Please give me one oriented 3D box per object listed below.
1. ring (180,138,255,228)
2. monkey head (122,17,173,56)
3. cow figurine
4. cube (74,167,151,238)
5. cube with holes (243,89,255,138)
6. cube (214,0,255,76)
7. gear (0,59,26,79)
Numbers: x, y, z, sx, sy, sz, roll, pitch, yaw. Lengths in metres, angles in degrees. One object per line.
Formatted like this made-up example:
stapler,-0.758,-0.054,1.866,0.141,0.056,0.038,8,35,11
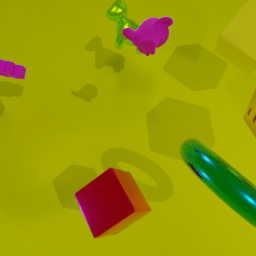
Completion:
ring,1.711,0.924,4.578,2.097,2.097,0.419,42,99,16
monkey head,0.326,-1.701,4.963,0.764,1.062,0.640,29,86,-22
cow figurine,0.018,-2.857,7.822,1.384,0.760,1.362,15,105,-3
cube,-0.265,1.377,5.188,0.889,0.889,0.889,-37,64,11
cube with holes,3.135,-0.393,4.988,1.394,1.394,1.394,17,112,5
cube,3.240,-2.362,7.349,1.298,1.298,1.298,40,96,10
gear,-3.440,-1.569,7.074,1.601,1.601,0.296,11,91,5
